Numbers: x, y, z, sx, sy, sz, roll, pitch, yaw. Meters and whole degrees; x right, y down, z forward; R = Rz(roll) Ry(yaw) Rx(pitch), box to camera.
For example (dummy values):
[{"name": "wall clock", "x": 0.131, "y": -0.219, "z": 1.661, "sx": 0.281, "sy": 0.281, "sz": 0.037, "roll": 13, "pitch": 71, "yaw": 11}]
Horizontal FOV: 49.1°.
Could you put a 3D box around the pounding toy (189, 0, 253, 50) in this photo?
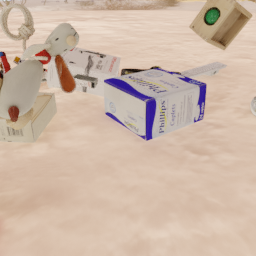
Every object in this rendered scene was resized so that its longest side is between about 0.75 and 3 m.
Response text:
[{"name": "pounding toy", "x": 2.571, "y": -3.313, "z": 8.091, "sx": 1.588, "sy": 1.462, "sz": 1.129, "roll": 0, "pitch": 45, "yaw": -47}]

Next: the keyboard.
[{"name": "keyboard", "x": 3.340, "y": -2.740, "z": 13.493, "sx": 2.933, "sy": 0.156, "sz": 0.825, "roll": -18, "pitch": 37, "yaw": -16}]

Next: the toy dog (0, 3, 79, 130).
[{"name": "toy dog", "x": -1.792, "y": -0.967, "z": 5.295, "sx": 1.585, "sy": 2.403, "sz": 1.157, "roll": 17, "pitch": 14, "yaw": -43}]

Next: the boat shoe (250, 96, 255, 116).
[{"name": "boat shoe", "x": 4.756, "y": -0.615, "z": 9.317, "sx": 0.843, "sy": 0.733, "sz": 2.286, "roll": 2, "pitch": 28, "yaw": 5}]

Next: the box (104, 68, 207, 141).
[{"name": "box", "x": 0.852, "y": -0.936, "z": 9.287, "sx": 2.535, "sy": 1.330, "sz": 2.332, "roll": -19, "pitch": 33, "yaw": -31}]

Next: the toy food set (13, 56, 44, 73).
[{"name": "toy food set", "x": -4.429, "y": -2.459, "z": 12.409, "sx": 1.821, "sy": 0.820, "sz": 0.869, "roll": 27, "pitch": -3, "yaw": 24}]

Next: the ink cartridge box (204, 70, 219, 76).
[{"name": "ink cartridge box", "x": 4.128, "y": -2.877, "z": 14.029, "sx": 0.565, "sy": 0.320, "sz": 0.771, "roll": 25, "pitch": 37, "yaw": 38}]

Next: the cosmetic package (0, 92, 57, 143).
[{"name": "cosmetic package", "x": -3.125, "y": -0.401, "z": 8.876, "sx": 1.115, "sy": 0.787, "sz": 2.154, "roll": 2, "pitch": 29, "yaw": 3}]

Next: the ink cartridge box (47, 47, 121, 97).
[{"name": "ink cartridge box", "x": -1.717, "y": -2.372, "z": 11.460, "sx": 2.640, "sy": 1.094, "sz": 1.938, "roll": 12, "pitch": 36, "yaw": -3}]

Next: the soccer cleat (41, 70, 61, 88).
[{"name": "soccer cleat", "x": -3.037, "y": -1.935, "z": 12.075, "sx": 1.733, "sy": 0.595, "sz": 0.738, "roll": 29, "pitch": 75, "yaw": 18}]

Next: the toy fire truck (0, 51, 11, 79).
[{"name": "toy fire truck", "x": -4.986, "y": -2.323, "z": 11.569, "sx": 0.977, "sy": 1.463, "sz": 1.742, "roll": -12, "pitch": 46, "yaw": -23}]

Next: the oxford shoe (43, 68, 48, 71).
[{"name": "oxford shoe", "x": -3.943, "y": -2.664, "z": 13.430, "sx": 0.485, "sy": 0.506, "sz": 1.371, "roll": -4, "pitch": 28, "yaw": -7}]

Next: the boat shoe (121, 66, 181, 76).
[{"name": "boat shoe", "x": 1.066, "y": -2.263, "z": 12.247, "sx": 2.790, "sy": 0.840, "sz": 0.995, "roll": -6, "pitch": 30, "yaw": -8}]
